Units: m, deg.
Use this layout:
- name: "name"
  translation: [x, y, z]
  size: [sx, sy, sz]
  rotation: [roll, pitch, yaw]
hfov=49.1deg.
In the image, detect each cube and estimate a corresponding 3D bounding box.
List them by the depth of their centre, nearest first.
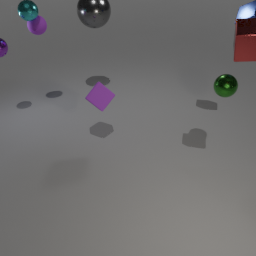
- name: "cube"
  translation: [2.773, -1.985, 6.304]
  size: [0.700, 0.700, 0.700]
  rotation: [3, 50, 18]
- name: "cube"
  translation: [3.950, -3.488, 8.893]
  size: [0.700, 0.700, 0.700]
  rotation: [-3, 61, 56]
- name: "cube"
  translation: [-0.938, -1.044, 9.336]
  size: [0.700, 0.700, 0.700]
  rotation: [38, -1, -12]

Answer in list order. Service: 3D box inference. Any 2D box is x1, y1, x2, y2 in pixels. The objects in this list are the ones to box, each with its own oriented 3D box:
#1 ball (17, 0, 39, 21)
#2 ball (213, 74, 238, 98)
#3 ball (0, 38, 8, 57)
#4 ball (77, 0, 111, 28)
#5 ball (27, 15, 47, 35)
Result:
- name: "ball"
  translation: [-3.484, -4.094, 9.773]
  size: [0.700, 0.700, 0.700]
  rotation: [0, 32, 0]
- name: "ball"
  translation: [2.931, -1.267, 8.407]
  size: [0.700, 0.700, 0.700]
  rotation: [0, 32, 0]
- name: "ball"
  translation: [-4.639, -2.862, 9.952]
  size: [0.700, 0.700, 0.700]
  rotation: [0, 32, 0]
- name: "ball"
  translation: [-1.403, -4.846, 11.546]
  size: [1.400, 1.400, 1.400]
  rotation: [0, 32, 0]
- name: "ball"
  translation: [-3.365, -3.813, 10.372]
  size: [0.700, 0.700, 0.700]
  rotation: [0, 32, 0]
